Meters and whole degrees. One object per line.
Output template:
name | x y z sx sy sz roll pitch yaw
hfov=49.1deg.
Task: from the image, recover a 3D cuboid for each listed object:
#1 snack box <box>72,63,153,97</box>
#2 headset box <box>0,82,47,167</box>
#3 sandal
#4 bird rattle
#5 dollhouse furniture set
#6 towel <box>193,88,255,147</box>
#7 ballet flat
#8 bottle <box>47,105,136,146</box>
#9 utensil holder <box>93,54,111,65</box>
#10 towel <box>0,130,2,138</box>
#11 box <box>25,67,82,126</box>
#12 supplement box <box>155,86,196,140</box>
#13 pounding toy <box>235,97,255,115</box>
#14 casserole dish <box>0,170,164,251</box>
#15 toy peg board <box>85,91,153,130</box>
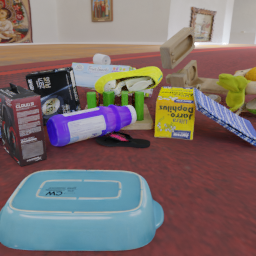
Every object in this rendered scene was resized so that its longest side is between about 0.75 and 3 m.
snack box | -0.484 -1.768 10.569 2.256 0.905 2.676 9 6 22
headset box | -2.387 -0.168 6.182 0.618 1.649 1.225 -16 27 -37
sandal | -0.121 0.256 6.965 1.369 0.308 0.514 3 21 8
bird rattle | 4.183 -1.496 8.764 2.614 1.473 2.131 -11 27 28
dollhouse furniture set | 2.763 -2.238 10.293 2.008 2.464 2.344 14 44 35
towel | 2.480 -0.316 7.055 1.861 0.222 1.347 31 27 -8
ballet flat | -0.075 -1.293 8.283 2.217 0.741 0.743 -9 40 21
bottle | -0.856 -0.131 7.153 2.277 0.743 0.951 -14 -3 -31
utensil holder | -1.807 -4.692 19.434 0.843 0.843 0.992 -17 28 -38
towel | -3.944 -0.272 7.314 2.344 0.280 1.697 30 20 27
box | -2.114 -0.915 8.160 1.241 1.516 0.653 -6 20 4
supplement box | 1.358 -0.498 7.955 1.011 1.017 1.857 4 21 10
pounding toy | 4.288 -0.551 8.888 1.517 0.704 1.171 -20 15 38
casserole dish | -0.734 1.144 4.360 2.586 0.502 1.567 0 20 2
toy peg board | -0.358 -0.771 8.701 2.079 1.017 2.071 0 21 -2
